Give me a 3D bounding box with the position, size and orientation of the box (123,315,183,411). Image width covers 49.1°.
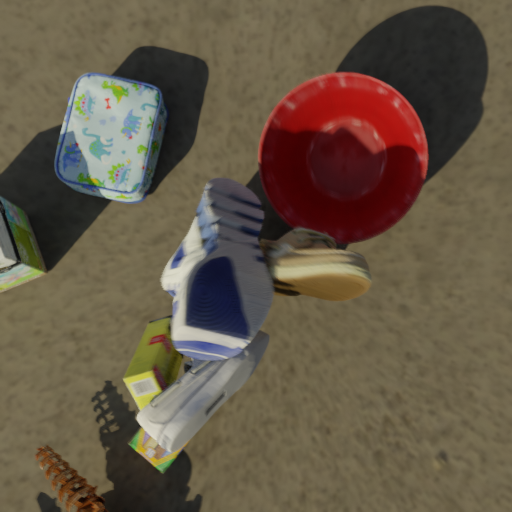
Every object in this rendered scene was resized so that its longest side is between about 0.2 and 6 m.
[{"bbox_3d":[-1.298,1.385,7.405,0.388,1.548,0.583,-19,107,9],"label":"box"}]

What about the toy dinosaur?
[{"bbox_3d":[-2.553,4.564,8.021,2.360,1.776,3.477,-18,63,-17],"label":"toy dinosaur"}]

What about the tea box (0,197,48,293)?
[{"bbox_3d":[-4.370,-0.030,8.352,1.740,1.712,1.162,-22,82,-3],"label":"tea box"}]

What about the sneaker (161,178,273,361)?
[{"bbox_3d":[-0.615,0.391,7.669,1.138,1.627,2.817,20,42,-16],"label":"sneaker"}]

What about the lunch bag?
[{"bbox_3d":[-2.349,-1.913,9.089,1.556,0.798,1.936,11,82,0],"label":"lunch bag"}]

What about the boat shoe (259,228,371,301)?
[{"bbox_3d":[0.621,0.045,7.775,1.055,2.924,0.950,18,81,-19],"label":"boat shoe"}]

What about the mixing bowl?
[{"bbox_3d":[1.349,-1.471,8.604,2.422,1.312,2.422,2,101,13],"label":"mixing bowl"}]

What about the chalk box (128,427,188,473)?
[{"bbox_3d":[-1.262,2.567,8.498,0.684,0.687,1.104,40,85,5],"label":"chalk box"}]

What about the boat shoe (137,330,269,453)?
[{"bbox_3d":[-0.624,1.544,7.091,0.672,0.736,2.046,32,54,21],"label":"boat shoe"}]
